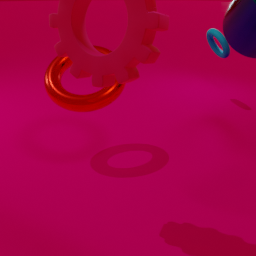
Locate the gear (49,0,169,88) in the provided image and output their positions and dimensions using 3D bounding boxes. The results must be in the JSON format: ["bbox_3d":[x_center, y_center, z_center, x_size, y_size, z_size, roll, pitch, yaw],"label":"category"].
[{"bbox_3d":[-0.271,-1.235,3.255,1.474,1.474,0.273,15,20,27],"label":"gear"}]

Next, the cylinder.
[{"bbox_3d":[2.570,-2.124,5.043,1.316,1.316,1.316,-1,-10,-1],"label":"cylinder"}]

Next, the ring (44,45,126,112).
[{"bbox_3d":[-0.888,-1.075,5.880,1.736,0.347,1.736,-1,59,2],"label":"ring"}]

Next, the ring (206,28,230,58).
[{"bbox_3d":[2.853,-2.674,8.873,0.210,1.052,1.052,-34,30,3],"label":"ring"}]
